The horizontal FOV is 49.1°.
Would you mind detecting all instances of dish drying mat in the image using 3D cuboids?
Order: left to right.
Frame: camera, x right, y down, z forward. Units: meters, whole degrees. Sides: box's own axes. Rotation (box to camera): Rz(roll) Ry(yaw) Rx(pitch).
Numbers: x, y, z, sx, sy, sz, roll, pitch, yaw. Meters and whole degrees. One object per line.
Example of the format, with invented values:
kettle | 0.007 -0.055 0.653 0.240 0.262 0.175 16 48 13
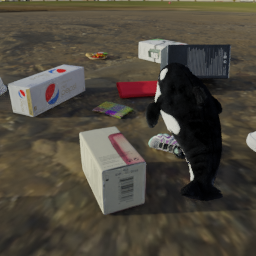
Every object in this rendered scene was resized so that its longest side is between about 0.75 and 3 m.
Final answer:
dish drying mat | 1.088 -1.331 9.443 2.865 0.261 1.100 -3 27 -8

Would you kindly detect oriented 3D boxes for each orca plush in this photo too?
orca plush | 0.488 -0.105 2.299 0.693 0.468 1.317 6 59 4

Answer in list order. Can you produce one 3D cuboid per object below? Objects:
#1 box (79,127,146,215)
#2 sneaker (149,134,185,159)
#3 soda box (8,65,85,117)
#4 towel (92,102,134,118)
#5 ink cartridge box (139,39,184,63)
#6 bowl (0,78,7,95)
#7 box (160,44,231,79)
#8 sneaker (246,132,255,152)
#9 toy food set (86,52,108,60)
box | -0.298 0.658 4.802 0.730 0.856 1.339 -10 29 -20
sneaker | 0.932 0.411 5.835 0.946 0.368 0.662 -2 26 -3
soda box | -2.336 -1.221 8.522 0.805 0.861 2.527 13 29 23
towel | -0.427 -0.525 7.986 1.008 0.115 0.724 15 30 25
ink cartridge box | 1.690 -3.678 13.433 1.439 0.828 1.971 -22 34 -36
bowl | -5.026 -1.549 9.251 1.808 0.813 1.808 1 27 0
box | 2.295 -2.303 9.953 2.120 1.135 1.574 -1 10 -2
sneaker | 3.727 -0.141 5.779 2.427 1.395 0.912 -1 27 -3
toy food set | -1.527 -3.616 13.977 0.978 0.238 0.968 18 32 33
